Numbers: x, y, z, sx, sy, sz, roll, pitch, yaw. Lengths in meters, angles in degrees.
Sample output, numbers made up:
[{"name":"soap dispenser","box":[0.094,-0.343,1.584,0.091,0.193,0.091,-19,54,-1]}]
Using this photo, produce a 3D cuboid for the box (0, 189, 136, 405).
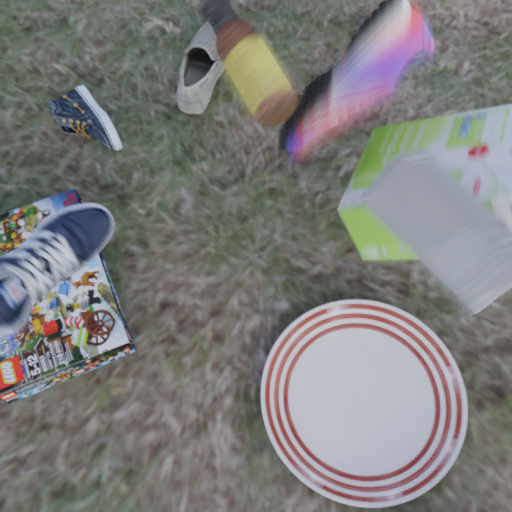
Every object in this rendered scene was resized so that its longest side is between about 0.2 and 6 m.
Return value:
[{"name":"box","box":[-3.512,0.569,9.272,2.121,0.585,3.105,-22,66,-11]}]

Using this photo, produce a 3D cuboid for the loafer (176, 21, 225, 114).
[{"name":"loafer","box":[-1.061,-3.992,11.407,0.839,0.837,2.399,9,64,4]}]

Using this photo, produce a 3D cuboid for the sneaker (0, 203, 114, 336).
[{"name":"sneaker","box":[-2.489,0.151,6.365,2.183,1.184,0.765,-34,113,-18]}]

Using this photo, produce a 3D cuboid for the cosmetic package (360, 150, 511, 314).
[{"name":"cosmetic package","box":[2.073,-0.317,6.047,1.740,0.785,0.929,49,33,12]}]

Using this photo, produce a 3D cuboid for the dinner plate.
[{"name":"dinner plate","box":[1.621,2.170,8.596,3.115,0.378,3.115,0,62,0]}]

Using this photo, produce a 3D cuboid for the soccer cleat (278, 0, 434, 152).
[{"name":"soccer cleat","box":[1.412,-2.414,8.176,2.652,0.971,0.905,-47,24,17]}]

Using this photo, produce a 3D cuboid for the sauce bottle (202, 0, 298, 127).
[{"name":"sauce bottle","box":[-0.109,-2.290,6.460,0.551,0.551,1.668,-24,76,-11]}]

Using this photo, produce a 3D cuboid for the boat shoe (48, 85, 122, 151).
[{"name":"boat shoe","box":[-3.308,-2.516,10.824,0.834,0.650,1.838,-32,60,-14]}]

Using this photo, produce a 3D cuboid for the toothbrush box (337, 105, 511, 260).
[{"name":"toothbrush box","box":[2.741,-1.000,7.831,2.613,1.125,1.902,0,48,36]}]
